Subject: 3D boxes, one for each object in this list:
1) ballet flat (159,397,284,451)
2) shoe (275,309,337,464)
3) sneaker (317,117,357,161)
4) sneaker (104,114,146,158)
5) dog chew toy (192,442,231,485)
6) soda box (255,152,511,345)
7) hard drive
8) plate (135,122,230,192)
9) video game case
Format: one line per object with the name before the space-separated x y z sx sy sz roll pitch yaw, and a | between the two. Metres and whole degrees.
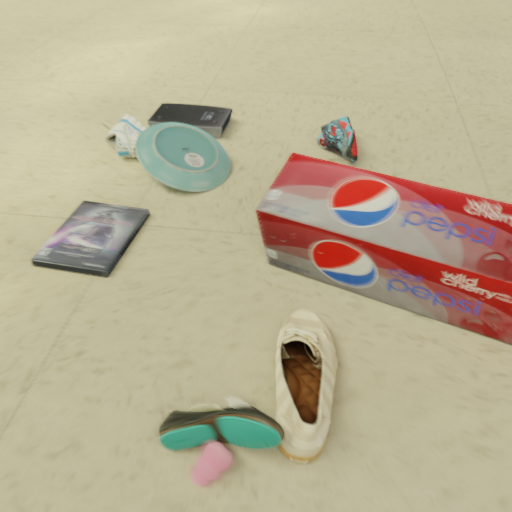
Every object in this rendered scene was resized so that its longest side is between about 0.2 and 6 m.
ballet flat | -0.425 2.021 6.882 1.634 0.556 0.559 -7 30 17
shoe | 0.698 1.546 7.649 0.880 0.672 2.517 2 38 3
sneaker | 1.896 -2.658 13.202 0.865 0.718 1.810 -11 30 7
sneaker | -2.682 -2.493 12.915 2.199 0.824 0.953 28 59 35
dog chew toy | -0.548 2.494 6.683 0.338 0.338 0.542 33 76 35
soda box | 2.370 -0.178 8.866 4.567 1.599 1.448 18 58 22
hard drive | -1.661 -3.449 14.288 1.924 0.407 1.298 7 38 9
plate | -1.549 -2.265 12.228 2.133 0.273 2.133 13 49 -15
video game case | -3.043 -0.373 10.524 1.441 0.191 2.017 8 39 10
